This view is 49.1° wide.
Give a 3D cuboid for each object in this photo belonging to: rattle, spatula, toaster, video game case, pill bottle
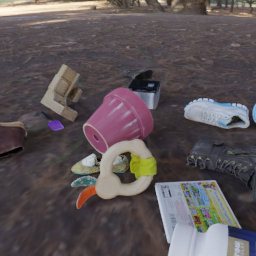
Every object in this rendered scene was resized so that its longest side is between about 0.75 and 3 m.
[{"bbox_3d":[-0.522,1.337,8.563,2.552,1.662,1.823,-35,24,-7],"label":"rattle"},{"bbox_3d":[-3.438,-0.351,12.291,0.517,0.188,1.830,-20,35,-32],"label":"spatula"},{"bbox_3d":[0.795,-1.708,13.894,1.560,1.023,1.725,6,29,10],"label":"toaster"},{"bbox_3d":[1.816,2.187,7.635,1.874,0.236,2.059,-2,28,-3],"label":"video game case"},{"bbox_3d":[2.200,2.730,5.215,2.851,1.583,1.583,10,30,17],"label":"pill bottle"}]

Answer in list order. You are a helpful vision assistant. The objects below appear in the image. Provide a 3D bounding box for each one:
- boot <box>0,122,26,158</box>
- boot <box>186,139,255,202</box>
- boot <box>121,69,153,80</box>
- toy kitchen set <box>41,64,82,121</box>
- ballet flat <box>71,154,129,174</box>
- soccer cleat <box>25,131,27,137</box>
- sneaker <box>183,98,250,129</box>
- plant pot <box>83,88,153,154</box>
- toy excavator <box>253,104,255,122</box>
[{"bbox_3d":[-4.792,0.462,10.281,2.013,0.728,1.674,-14,38,-8],"label":"boot"},{"bbox_3d":[3.096,1.251,8.785,2.568,1.021,2.950,6,25,22],"label":"boot"},{"bbox_3d":[0.549,-3.468,17.576,1.648,0.571,1.435,-20,35,-28],"label":"boot"},{"bbox_3d":[-2.495,-1.473,12.973,1.857,2.058,1.679,29,-1,41],"label":"toy kitchen set"},{"bbox_3d":[-0.915,1.126,9.161,1.881,0.665,0.665,-1,29,0],"label":"ballet flat"},{"bbox_3d":[-4.447,0.257,11.064,0.873,0.305,0.377,-7,30,-14],"label":"soccer cleat"},{"bbox_3d":[3.753,-0.506,11.786,2.791,1.046,1.209,3,34,6],"label":"sneaker"},{"bbox_3d":[-0.469,-0.100,10.166,2.131,2.131,1.907,26,53,38],"label":"plant pot"},{"bbox_3d":[6.145,-0.338,10.616,2.660,1.366,2.735,3,26,27],"label":"toy excavator"}]
